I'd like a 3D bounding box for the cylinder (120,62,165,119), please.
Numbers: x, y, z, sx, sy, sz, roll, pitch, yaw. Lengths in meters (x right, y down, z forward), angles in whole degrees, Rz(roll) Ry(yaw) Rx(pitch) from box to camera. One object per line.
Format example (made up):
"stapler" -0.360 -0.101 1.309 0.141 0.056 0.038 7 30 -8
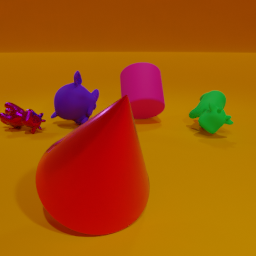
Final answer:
"cylinder" 0.436 -1.142 8.799 1.316 1.316 1.316 -3 -25 -2

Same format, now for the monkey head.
"monkey head" -1.499 -0.850 8.262 1.174 1.949 1.402 32 39 -11

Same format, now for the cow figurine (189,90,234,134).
"cow figurine" 2.342 -0.507 7.654 1.525 0.837 1.501 -54 9 -23

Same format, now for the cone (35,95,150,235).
"cone" -0.246 0.198 3.516 1.675 1.681 1.675 11 47 -12

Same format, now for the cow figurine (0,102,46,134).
"cow figurine" -2.980 -0.248 7.938 1.198 0.668 1.218 25 -20 -15
